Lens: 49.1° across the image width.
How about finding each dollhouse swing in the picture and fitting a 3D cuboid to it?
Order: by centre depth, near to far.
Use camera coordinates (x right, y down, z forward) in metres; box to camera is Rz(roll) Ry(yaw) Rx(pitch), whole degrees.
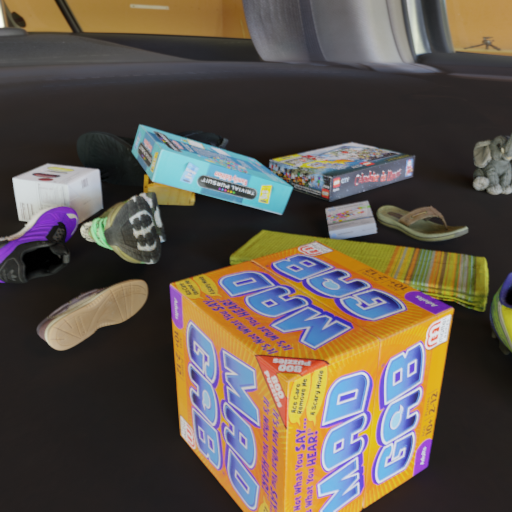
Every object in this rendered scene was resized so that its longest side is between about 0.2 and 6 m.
[{"bbox_3d":[-1.953,-1.661,12.621,1.135,0.998,1.031,1,59,-10],"label":"dollhouse swing"}]

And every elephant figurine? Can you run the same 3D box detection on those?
[{"bbox_3d":[5.982,-2.452,13.769,1.320,1.701,1.204,21,32,39],"label":"elephant figurine"}]

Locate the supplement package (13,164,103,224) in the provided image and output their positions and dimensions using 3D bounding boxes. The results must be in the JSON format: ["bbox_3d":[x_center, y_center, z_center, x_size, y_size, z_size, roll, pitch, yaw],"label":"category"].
[{"bbox_3d":[-4.271,-1.338,12.171,1.321,0.971,1.263,8,25,13],"label":"supplement package"}]

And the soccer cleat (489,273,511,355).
[{"bbox_3d":[3.571,1.055,6.683,0.843,1.091,2.608,-2,24,-4],"label":"soccer cleat"}]

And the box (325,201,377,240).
[{"bbox_3d":[1.913,-0.725,11.423,0.922,0.244,1.183,-10,25,9],"label":"box"}]

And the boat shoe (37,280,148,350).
[{"bbox_3d":[-2.279,0.735,7.866,0.545,0.605,1.683,17,35,35],"label":"boat shoe"}]

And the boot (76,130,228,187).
[{"bbox_3d":[-2.618,-2.795,15.094,3.424,1.267,2.806,16,30,18],"label":"boot"}]

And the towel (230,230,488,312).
[{"bbox_3d":[1.774,0.154,9.706,4.191,0.378,1.803,8,20,20],"label":"towel"}]

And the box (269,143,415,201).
[{"bbox_3d":[2.266,-2.289,14.729,3.245,0.612,2.216,-19,30,-35],"label":"box"}]

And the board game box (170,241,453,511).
[{"bbox_3d":[0.454,1.182,5.446,1.858,1.858,1.859,-16,29,-31],"label":"board game box"}]

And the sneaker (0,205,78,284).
[{"bbox_3d":[-3.662,-0.139,9.841,1.151,0.804,2.313,12,32,18],"label":"sneaker"}]

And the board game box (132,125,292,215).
[{"bbox_3d":[-1.035,-1.929,12.506,3.036,0.712,2.292,12,19,-27],"label":"board game box"}]

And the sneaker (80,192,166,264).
[{"bbox_3d":[-2.422,-0.389,9.837,1.366,1.185,3.083,-14,8,-1],"label":"sneaker"}]

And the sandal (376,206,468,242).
[{"bbox_3d":[3.277,-0.758,11.357,0.813,0.584,2.046,-19,30,-36],"label":"sandal"}]
